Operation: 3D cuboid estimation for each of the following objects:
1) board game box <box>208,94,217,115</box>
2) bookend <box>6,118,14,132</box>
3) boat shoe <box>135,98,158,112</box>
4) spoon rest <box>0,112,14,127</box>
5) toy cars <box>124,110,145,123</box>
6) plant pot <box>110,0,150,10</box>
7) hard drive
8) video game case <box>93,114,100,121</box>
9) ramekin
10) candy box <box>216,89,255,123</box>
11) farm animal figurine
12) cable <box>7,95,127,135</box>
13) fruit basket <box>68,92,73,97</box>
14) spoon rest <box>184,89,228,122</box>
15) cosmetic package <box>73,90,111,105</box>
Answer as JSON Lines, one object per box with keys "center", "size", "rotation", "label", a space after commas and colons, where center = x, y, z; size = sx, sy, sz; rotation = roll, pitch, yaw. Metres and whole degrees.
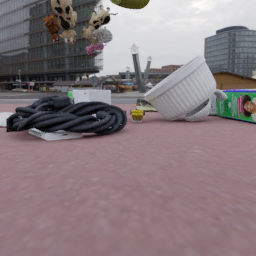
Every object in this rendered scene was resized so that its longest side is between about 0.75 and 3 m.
{"center": [4.238, -1.108, 13.000], "size": [2.148, 0.936, 2.912], "rotation": [6, 10, 44], "label": "board game box"}
{"center": [-2.729, -0.119, 7.350], "size": [0.754, 0.347, 0.749], "rotation": [-1, 8, -14], "label": "bookend"}
{"center": [1.511, -1.224, 14.497], "size": [2.309, 0.759, 0.825], "rotation": [2, 7, 16], "label": "boat shoe"}
{"center": [-3.933, -0.270, 8.453], "size": [1.799, 0.545, 0.894], "rotation": [17, 15, 21], "label": "spoon rest"}
{"center": [0.003, -0.402, 9.532], "size": [0.835, 0.412, 1.862], "rotation": [1, 2, -38], "label": "toy cars"}
{"center": [-0.032, -3.014, 6.214], "size": [0.816, 0.816, 0.872], "rotation": [5, 28, 37], "label": "plant pot"}
{"center": [-1.669, 0.099, 6.358], "size": [0.801, 0.162, 1.214], "rotation": [-5, 9, -35], "label": "hard drive"}
{"center": [-1.842, -0.340, 9.361], "size": [2.496, 0.287, 2.275], "rotation": [-4, 8, -29], "label": "video game case"}
{"center": [1.871, -1.313, 9.720], "size": [2.414, 1.267, 2.414], "rotation": [-36, 5, 4], "label": "ramekin"}
{"center": [4.907, -0.835, 9.916], "size": [2.450, 1.116, 2.897], "rotation": [-2, 6, -9], "label": "candy box"}
{"center": [-1.623, -3.430, 9.704], "size": [2.423, 1.219, 1.957], "rotation": [15, -42, -25], "label": "farm animal figurine"}
{"center": [-1.398, -0.211, 6.827], "size": [2.403, 0.748, 2.945], "rotation": [14, 14, 19], "label": "cable"}
{"center": [-2.910, -1.450, 16.392], "size": [2.217, 1.122, 2.393], "rotation": [-5, -7, -37], "label": "fruit basket"}
{"center": [2.680, -0.820, 9.737], "size": [2.005, 0.608, 0.996], "rotation": [-33, 3, -33], "label": "spoon rest"}
{"center": [-1.488, -1.080, 11.960], "size": [0.826, 1.134, 2.230], "rotation": [2, 6, 20], "label": "cosmetic package"}
